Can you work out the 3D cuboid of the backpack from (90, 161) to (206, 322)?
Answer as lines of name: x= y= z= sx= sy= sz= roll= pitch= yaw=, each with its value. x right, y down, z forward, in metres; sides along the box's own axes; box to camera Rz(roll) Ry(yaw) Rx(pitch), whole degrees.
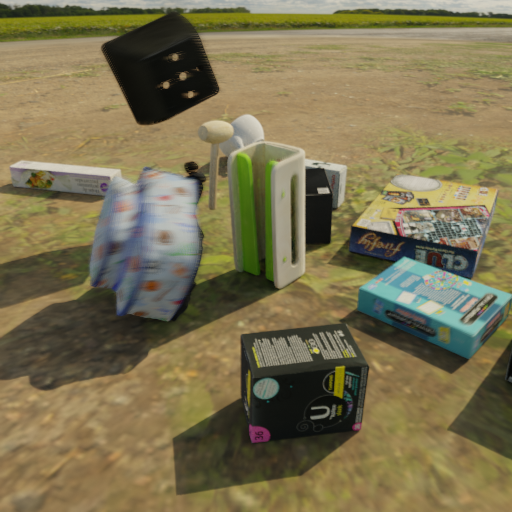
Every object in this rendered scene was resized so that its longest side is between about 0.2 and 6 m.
backpack: x=-1.806 y=-0.129 z=9.507 sx=1.886 sy=2.448 sz=2.332 roll=2 pitch=41 yaw=-23

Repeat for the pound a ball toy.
pound a ball toy: x=0.045 y=-1.098 z=10.693 sx=1.901 sy=2.915 sz=1.238 roll=21 pitch=36 yaw=36

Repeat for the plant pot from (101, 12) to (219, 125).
plant pot: x=-1.760 y=-3.737 z=11.426 sx=1.824 sy=1.820 sz=1.618 roll=-32 pitch=34 yaw=-15

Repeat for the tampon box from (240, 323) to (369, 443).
tampon box: x=0.586 y=1.666 z=7.416 sx=1.493 sy=1.119 sz=0.943 roll=-5 pitch=28 yaw=-9

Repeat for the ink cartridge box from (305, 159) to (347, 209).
ink cartridge box: x=1.548 y=-1.856 z=14.239 sx=1.385 sy=1.015 sz=0.575 roll=15 pitch=31 yaw=23

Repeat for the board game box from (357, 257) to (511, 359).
board game box: x=3.065 y=0.818 z=9.697 sx=2.084 sy=0.489 sz=1.573 roll=24 pitch=37 yaw=37

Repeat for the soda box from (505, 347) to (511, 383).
soda box: x=5.535 y=0.692 z=8.972 sx=1.546 sy=1.383 sz=4.369 roll=22 pitch=36 yaw=34

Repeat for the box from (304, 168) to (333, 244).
box: x=1.324 y=-1.159 z=12.712 sx=0.664 sy=1.189 sz=1.685 roll=-3 pitch=28 yaw=1

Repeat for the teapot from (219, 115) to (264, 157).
teapot: x=-0.290 y=-3.443 z=17.139 sx=1.576 sy=1.555 sz=1.151 roll=-40 pitch=80 yaw=-21

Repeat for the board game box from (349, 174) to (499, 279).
board game box: x=3.907 y=-0.836 z=12.674 sx=2.541 sy=0.649 sz=3.751 roll=14 pitch=30 yaw=24

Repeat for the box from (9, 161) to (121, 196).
box: x=-5.146 y=-2.098 z=15.131 sx=3.064 sy=0.593 sz=0.635 roll=6 pitch=28 yaw=12
